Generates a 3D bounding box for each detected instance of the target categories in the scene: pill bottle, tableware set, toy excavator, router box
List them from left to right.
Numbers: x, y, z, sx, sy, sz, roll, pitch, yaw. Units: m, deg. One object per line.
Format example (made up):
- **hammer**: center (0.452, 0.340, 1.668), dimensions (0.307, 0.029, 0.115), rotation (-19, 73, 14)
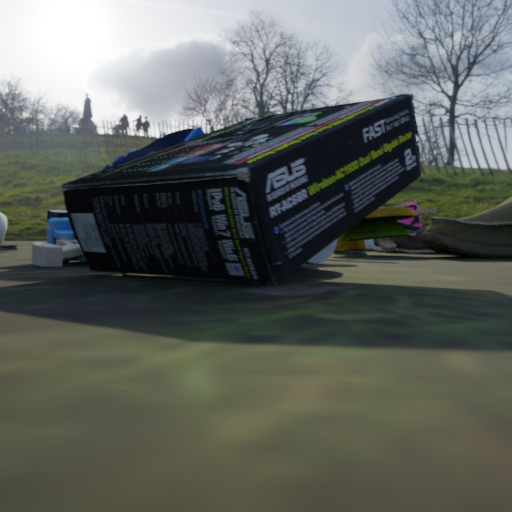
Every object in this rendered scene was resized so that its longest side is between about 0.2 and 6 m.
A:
- **toy excavator**: center (-1.967, -0.142, 6.042), dimensions (1.141, 0.586, 1.174), rotation (-3, 12, -40)
- **router box**: center (0.017, -0.606, 4.435), dimensions (1.783, 0.739, 2.379), rotation (2, 24, 39)
- **pill bottle**: center (0.242, -0.198, 5.342), dimensions (0.619, 0.619, 1.068), rotation (-1, 2, -31)
- **tableware set**: center (0.629, -0.281, 8.766), dimensions (3.018, 0.687, 4.479), rotation (-6, -1, 41)

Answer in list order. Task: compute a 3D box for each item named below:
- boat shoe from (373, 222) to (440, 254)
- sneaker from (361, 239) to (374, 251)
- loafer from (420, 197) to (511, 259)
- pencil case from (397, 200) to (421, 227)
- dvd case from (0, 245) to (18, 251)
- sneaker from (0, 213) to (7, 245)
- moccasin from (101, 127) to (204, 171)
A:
- **boat shoe**: center (2.965, -0.380, 10.314), dimensions (0.774, 0.660, 2.316), rotation (-1, 2, -26)
- **sneaker**: center (2.257, -0.621, 12.351), dimensions (1.557, 1.016, 0.619), rotation (1, 1, 7)
- **loafer**: center (3.757, -0.467, 8.104), dimensions (2.891, 0.975, 1.099), rotation (0, 2, -12)
- **pencil case**: center (2.559, -0.733, 13.152), dimensions (2.514, 1.178, 1.141), rotation (1, -16, 10)
- **dvd case**: center (-5.516, -0.124, 10.458), dimensions (1.336, 0.144, 1.797), rotation (0, 2, 3)
- **sneaker**: center (-5.374, -0.431, 8.805), dimensions (3.248, 1.223, 1.431), rotation (5, -11, 28)
- **moccasin**: center (-1.375, -0.736, 7.195), dimensions (1.126, 1.329, 3.302), rotation (-13, 17, 17)
